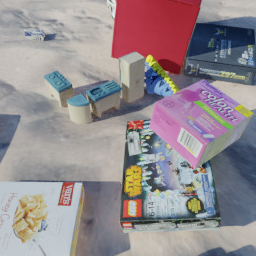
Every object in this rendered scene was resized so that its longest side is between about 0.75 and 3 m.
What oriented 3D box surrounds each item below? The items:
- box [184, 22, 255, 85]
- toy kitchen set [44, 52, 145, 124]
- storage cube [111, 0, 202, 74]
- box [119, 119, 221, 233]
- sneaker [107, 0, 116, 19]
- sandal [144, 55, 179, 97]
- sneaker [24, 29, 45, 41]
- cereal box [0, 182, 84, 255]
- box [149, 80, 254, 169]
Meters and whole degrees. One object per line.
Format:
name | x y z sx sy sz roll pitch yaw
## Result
box | 3.309 -2.752 9.995 2.240 0.725 2.840 11 46 12
toy kitchen set | -1.003 -1.504 8.298 2.375 1.399 1.902 -28 52 -26
storage cube | 1.022 -3.702 9.609 2.505 2.787 2.382 15 46 6
box | 0.863 0.896 6.325 1.916 0.558 2.799 -6 45 9
sneaker | -0.357 -5.740 12.618 1.048 1.252 2.829 -16 49 -17
sandal | 0.942 -1.344 8.723 0.869 0.793 1.996 -39 56 9
sneaker | -3.719 -3.803 11.353 0.853 0.344 0.492 15 43 5
cereal box | -2.161 1.865 5.575 2.386 0.471 1.716 -1 42 1
box | 1.591 -0.160 6.182 1.640 0.793 1.443 -26 55 -31
